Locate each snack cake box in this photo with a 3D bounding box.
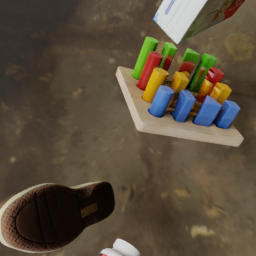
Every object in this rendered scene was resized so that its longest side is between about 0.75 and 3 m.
[{"bbox_3d":[1.726,-2.723,5.648,2.277,1.309,0.765,-34,78,-34],"label":"snack cake box"}]

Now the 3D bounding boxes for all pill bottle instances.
[{"bbox_3d":[-0.302,2.346,4.232,0.683,0.683,1.214,31,57,10],"label":"pill bottle"}]

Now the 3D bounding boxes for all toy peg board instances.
[{"bbox_3d":[1.020,-0.780,5.171,2.024,0.990,2.015,8,34,-20],"label":"toy peg board"}]

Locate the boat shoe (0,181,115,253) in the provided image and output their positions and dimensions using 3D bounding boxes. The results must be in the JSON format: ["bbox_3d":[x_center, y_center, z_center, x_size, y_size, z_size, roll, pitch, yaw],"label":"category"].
[{"bbox_3d":[-1.306,1.519,4.980,1.037,2.803,1.035,-11,77,25],"label":"boat shoe"}]
